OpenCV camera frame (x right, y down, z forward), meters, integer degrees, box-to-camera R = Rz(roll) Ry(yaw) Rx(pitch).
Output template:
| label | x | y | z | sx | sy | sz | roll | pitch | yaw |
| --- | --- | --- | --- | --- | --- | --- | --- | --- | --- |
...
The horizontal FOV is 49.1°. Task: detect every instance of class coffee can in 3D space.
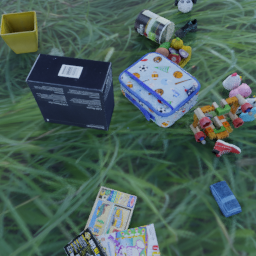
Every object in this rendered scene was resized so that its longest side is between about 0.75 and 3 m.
| label | x | y | z | sx | sy | sz | roll | pitch | yaw |
| --- | --- | --- | --- | --- | --- | --- | --- | --- | --- |
| coffee can | 1.153 | -4.422 | 12.301 | 1.444 | 1.057 | 1.057 | 35 | 63 | 21 |

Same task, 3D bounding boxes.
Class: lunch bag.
| label | x | y | z | sx | sy | sz | roll | pitch | yaw |
| --- | --- | --- | --- | --- | --- | --- | --- | --- | --- |
| lunch bag | 1.125 | -1.411 | 10.291 | 2.235 | 1.054 | 2.790 | -38 | 62 | -18 |

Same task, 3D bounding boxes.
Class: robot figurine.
| label | x | y | z | sx | sy | sz | roll | pitch | yaw |
| --- | --- | --- | --- | --- | --- | --- | --- | --- | --- |
| robot figurine | 2.820 | -6.194 | 13.688 | 0.733 | 0.883 | 1.175 | 31 | 53 | -24 |

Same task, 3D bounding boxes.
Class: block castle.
| label | x | y | z | sx | sy | sz | roll | pitch | yaw |
| --- | --- | --- | --- | --- | --- | --- | --- | --- | --- |
| block castle | 3.103 | -0.243 | 9.377 | 1.878 | 1.255 | 0.881 | -19 | 59 | -11 |

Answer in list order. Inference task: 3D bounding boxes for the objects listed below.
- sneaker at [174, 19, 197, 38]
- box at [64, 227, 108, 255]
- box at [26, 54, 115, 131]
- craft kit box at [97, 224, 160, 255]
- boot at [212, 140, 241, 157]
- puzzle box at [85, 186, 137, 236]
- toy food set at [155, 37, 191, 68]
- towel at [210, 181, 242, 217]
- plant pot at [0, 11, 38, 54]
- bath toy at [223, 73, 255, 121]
| label | x | y | z | sx | sy | sz | roll | pitch | yaw |
| --- | --- | --- | --- | --- | --- | --- | --- | --- | --- |
| sneaker | 2.630 | -4.556 | 12.738 | 1.292 | 0.512 | 0.487 | -32 | 63 | -18 |
| box | -1.013 | 3.179 | 7.014 | 0.835 | 0.258 | 1.046 | -39 | 65 | -1 |
| box | -1.773 | -1.143 | 9.411 | 2.408 | 2.193 | 1.254 | 9 | 56 | 6 |
| craft kit box | 0.019 | 3.514 | 7.183 | 1.702 | 0.418 | 1.723 | -12 | 68 | -4 |
| boot | 3.238 | 0.799 | 9.260 | 0.832 | 0.301 | 0.600 | 21 | 59 | 23 |
| puzzle box | -0.525 | 2.638 | 8.051 | 1.154 | 0.220 | 1.734 | 14 | 57 | 9 |
| toy food set | 1.723 | -3.005 | 11.528 | 1.363 | 0.757 | 2.317 | 31 | 62 | 19 |
| towel | 2.922 | 2.103 | 8.395 | 0.579 | 0.252 | 1.038 | -16 | 57 | -12 |
| plant pot | -4.478 | -3.964 | 11.906 | 1.377 | 1.214 | 1.377 | -8 | 56 | -6 |
| bath toy | 4.214 | -1.243 | 10.361 | 0.882 | 0.749 | 2.028 | -9 | 56 | -6 |
